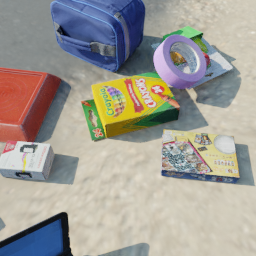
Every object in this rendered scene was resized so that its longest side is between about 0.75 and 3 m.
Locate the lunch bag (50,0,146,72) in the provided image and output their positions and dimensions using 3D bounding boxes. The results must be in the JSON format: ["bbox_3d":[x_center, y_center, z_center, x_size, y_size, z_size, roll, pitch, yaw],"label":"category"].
[{"bbox_3d":[-1.113,-3.270,9.011,2.906,1.974,1.923,25,56,18],"label":"lunch bag"}]

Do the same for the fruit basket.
[{"bbox_3d":[2.039,-2.264,9.086,1.890,0.957,2.041,-27,72,-20],"label":"fruit basket"}]

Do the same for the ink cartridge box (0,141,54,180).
[{"bbox_3d":[-2.457,0.779,6.820,1.105,0.458,0.805,4,52,3],"label":"ink cartridge box"}]

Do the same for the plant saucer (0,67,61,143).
[{"bbox_3d":[-3.614,-0.854,8.090,2.664,0.490,2.669,7,53,6],"label":"plant saucer"}]

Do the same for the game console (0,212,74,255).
[{"bbox_3d":[-1.464,2.467,4.675,1.615,0.956,1.379,-18,57,-41],"label":"game console"}]

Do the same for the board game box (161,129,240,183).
[{"bbox_3d":[1.746,0.680,6.989,1.816,0.314,1.230,6,52,4],"label":"board game box"}]

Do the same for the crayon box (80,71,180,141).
[{"bbox_3d":[-0.009,-0.665,7.845,2.486,0.632,1.578,-15,53,-11],"label":"crayon box"}]

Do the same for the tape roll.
[{"bbox_3d":[1.516,-1.911,8.099,1.512,0.496,1.512,9,67,-22],"label":"tape roll"}]
